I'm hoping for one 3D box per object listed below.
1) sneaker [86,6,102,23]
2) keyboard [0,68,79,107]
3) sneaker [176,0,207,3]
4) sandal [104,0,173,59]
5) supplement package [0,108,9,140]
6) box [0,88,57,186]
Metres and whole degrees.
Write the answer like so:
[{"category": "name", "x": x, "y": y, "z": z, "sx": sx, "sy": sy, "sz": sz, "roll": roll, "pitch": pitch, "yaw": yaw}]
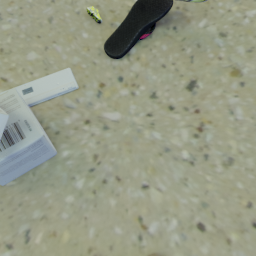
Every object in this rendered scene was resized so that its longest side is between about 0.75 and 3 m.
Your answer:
[{"category": "sneaker", "x": -1.134, "y": -4.025, "z": 9.873, "sx": 0.314, "sy": 0.310, "sz": 0.822, "roll": -35, "pitch": 73, "yaw": -13}, {"category": "keyboard", "x": -3.079, "y": -1.051, "z": 8.716, "sx": 2.996, "sy": 0.160, "sz": 0.843, "roll": -23, "pitch": 64, "yaw": -10}, {"category": "sneaker", "x": 1.414, "y": -4.058, "z": 8.018, "sx": 2.094, "sy": 0.789, "sz": 0.800, "roll": 6, "pitch": 26, "yaw": 5}, {"category": "sandal", "x": 0.353, "y": -3.465, "z": 9.543, "sx": 1.111, "sy": 0.666, "sz": 2.957, "roll": 42, "pitch": 88, "yaw": 22}, {"category": "supplement package", "x": -3.243, "y": -0.177, "z": 5.389, "sx": 1.757, "sy": 1.031, "sz": 1.027, "roll": 29, "pitch": 98, "yaw": 42}, {"category": "box", "x": -3.143, "y": 0.257, "z": 7.396, "sx": 1.721, "sy": 1.482, "sz": 1.730, "roll": -32, "pitch": 69, "yaw": -13}]
